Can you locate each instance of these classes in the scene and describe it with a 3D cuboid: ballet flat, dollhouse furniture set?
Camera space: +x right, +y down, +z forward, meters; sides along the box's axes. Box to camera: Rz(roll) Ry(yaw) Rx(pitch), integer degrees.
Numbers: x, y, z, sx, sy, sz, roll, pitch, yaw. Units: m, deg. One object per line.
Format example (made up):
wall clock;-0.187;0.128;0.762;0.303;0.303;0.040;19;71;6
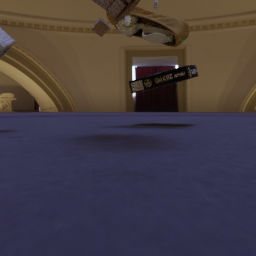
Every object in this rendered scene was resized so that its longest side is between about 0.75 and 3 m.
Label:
ballet flat;0.439;-3.238;8.862;2.951;0.930;1.013;18;-32;20
dollhouse furniture set;-0.502;-2.812;5.047;2.099;1.202;2.462;26;-49;-35

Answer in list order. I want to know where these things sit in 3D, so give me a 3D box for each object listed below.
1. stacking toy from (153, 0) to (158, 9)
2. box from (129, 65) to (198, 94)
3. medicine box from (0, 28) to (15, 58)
stacking toy;0.411;-3.175;6.340;0.658;0.873;0.205;5;38;-8
box;1.341;-1.814;10.325;2.174;0.534;1.752;-12;9;25
medicine box;-3.576;-2.319;7.157;1.019;0.524;0.928;40;18;-19
